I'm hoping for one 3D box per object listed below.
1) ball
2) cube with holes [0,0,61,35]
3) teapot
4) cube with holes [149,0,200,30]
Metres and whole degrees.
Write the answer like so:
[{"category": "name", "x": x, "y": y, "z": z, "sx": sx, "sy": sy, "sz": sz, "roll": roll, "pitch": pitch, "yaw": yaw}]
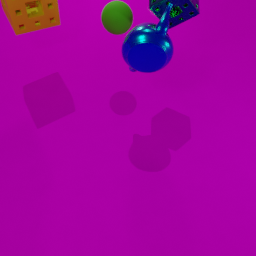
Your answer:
[{"category": "ball", "x": -0.273, "y": -2.798, "z": 7.130, "sx": 0.813, "sy": 0.813, "sz": 0.813, "roll": 0, "pitch": 57, "yaw": 0}, {"category": "cube with holes", "x": -2.529, "y": -3.296, "z": 7.030, "sx": 1.177, "sy": 1.177, "sz": 1.177, "roll": -22, "pitch": 60, "yaw": -20}, {"category": "teapot", "x": 0.453, "y": -1.818, "z": 6.040, "sx": 1.114, "sy": 1.792, "sz": 0.878, "roll": 19, "pitch": 53, "yaw": -19}, {"category": "cube with holes", "x": 1.020, "y": -2.877, "z": 6.188, "sx": 0.798, "sy": 0.798, "sz": 0.798, "roll": -16, "pitch": 61, "yaw": 36}]
